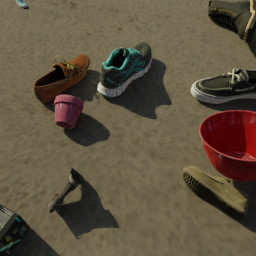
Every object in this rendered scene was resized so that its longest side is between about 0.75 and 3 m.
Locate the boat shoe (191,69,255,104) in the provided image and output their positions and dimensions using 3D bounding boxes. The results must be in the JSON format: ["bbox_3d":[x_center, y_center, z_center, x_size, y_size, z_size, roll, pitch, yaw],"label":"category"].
[{"bbox_3d":[3.430,-1.465,8.874,2.831,0.901,1.001,-5,53,-4],"label":"boat shoe"}]

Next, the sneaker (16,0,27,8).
[{"bbox_3d":[-4.757,-5.587,12.378,0.789,0.323,0.292,38,63,25],"label":"sneaker"}]

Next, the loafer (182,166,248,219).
[{"bbox_3d":[2.131,1.474,6.841,1.768,0.672,0.596,37,59,13],"label":"loafer"}]

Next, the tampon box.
[{"bbox_3d":[-2.839,2.334,6.030,0.696,0.827,1.103,22,56,16],"label":"tampon box"}]

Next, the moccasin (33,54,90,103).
[{"bbox_3d":[-2.143,-1.788,9.137,0.831,0.877,2.273,38,62,25],"label":"moccasin"}]

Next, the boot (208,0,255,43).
[{"bbox_3d":[3.987,-4.258,11.035,1.981,1.109,2.864,13,41,15],"label":"boot"}]

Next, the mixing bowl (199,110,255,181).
[{"bbox_3d":[2.743,0.537,6.745,2.033,1.101,2.033,-5,33,3],"label":"mixing bowl"}]

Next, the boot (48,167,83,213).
[{"bbox_3d":[-1.573,1.506,6.837,0.392,1.131,0.985,40,91,-7],"label":"boot"}]

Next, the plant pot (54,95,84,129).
[{"bbox_3d":[-1.781,-0.437,8.205,0.862,0.862,0.772,7,69,5],"label":"plant pot"}]

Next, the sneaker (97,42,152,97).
[{"bbox_3d":[-0.004,-2.204,9.232,1.051,1.236,2.710,26,56,18],"label":"sneaker"}]
